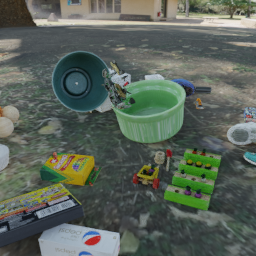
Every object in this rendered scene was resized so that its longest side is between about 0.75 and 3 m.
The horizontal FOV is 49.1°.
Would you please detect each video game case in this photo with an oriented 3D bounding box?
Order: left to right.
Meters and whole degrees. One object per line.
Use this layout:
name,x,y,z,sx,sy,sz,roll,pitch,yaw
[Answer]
video game case,-2.421,1.997,6.575,2.291,0.292,2.070,-15,11,-25

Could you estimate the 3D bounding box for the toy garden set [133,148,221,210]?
toy garden set,1.588,1.195,8.648,2.222,0.532,2.666,11,28,21

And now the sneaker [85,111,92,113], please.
sneaker,-2.035,-0.984,13.299,0.395,0.368,0.996,-16,30,-20

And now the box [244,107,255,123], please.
box,6.061,-0.417,12.097,1.937,0.386,1.326,8,27,16

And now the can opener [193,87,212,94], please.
can opener,3.848,-2.031,15.509,1.530,0.403,0.509,-2,61,0

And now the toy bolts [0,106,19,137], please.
toy bolts,-5.144,-0.498,10.070,1.865,2.568,2.689,-18,37,-9

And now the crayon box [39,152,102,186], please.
crayon box,-1.731,1.252,8.678,1.650,0.419,1.047,5,27,9

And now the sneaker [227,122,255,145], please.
sneaker,4.960,0.167,10.402,2.310,0.900,1.148,12,25,21

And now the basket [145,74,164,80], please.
basket,1.517,-2.621,16.188,0.911,0.733,0.903,-7,27,-15

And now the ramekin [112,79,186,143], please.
ramekin,0.849,-0.665,10.940,2.796,1.366,2.796,-7,35,5

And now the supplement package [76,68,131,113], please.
supplement package,-1.251,-1.967,13.960,1.963,1.510,2.053,-22,34,-38

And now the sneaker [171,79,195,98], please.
sneaker,1.909,-1.723,14.216,2.975,1.121,1.167,-7,33,5

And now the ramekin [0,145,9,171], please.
ramekin,-4.402,1.016,9.025,1.133,0.527,1.133,1,26,0

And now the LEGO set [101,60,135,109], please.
LEGO set,-0.465,-1.482,10.522,0.754,1.727,2.660,-30,17,18

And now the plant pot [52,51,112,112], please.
plant pot,-2.000,-1.841,11.433,2.317,2.317,1.553,-10,9,-20

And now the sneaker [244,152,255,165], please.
sneaker,4.617,0.889,9.160,1.611,0.642,0.624,1,26,4

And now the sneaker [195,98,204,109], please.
sneaker,3.489,-1.172,13.712,0.332,0.327,0.847,0,28,-4

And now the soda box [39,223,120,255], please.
soda box,-1.023,2.504,6.009,1.637,0.521,0.557,5,27,12
